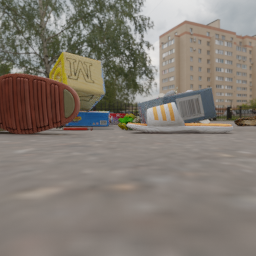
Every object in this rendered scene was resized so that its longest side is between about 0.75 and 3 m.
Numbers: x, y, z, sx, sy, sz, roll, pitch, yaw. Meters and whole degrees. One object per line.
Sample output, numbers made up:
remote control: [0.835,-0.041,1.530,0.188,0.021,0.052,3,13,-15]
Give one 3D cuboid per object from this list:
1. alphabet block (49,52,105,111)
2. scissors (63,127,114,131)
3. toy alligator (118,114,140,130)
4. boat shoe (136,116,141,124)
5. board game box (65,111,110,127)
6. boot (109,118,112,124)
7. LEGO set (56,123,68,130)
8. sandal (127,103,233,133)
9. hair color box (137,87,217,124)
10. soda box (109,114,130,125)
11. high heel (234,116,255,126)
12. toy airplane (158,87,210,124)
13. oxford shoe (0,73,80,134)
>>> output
alphabet block: [-1.899,-1.636,10.311,1.539,1.511,1.503,7,-29,-34]
scissors: [-0.936,0.035,6.508,1.190,0.083,0.435,2,0,24]
toy alligator: [0.089,-0.100,6.779,0.345,0.377,1.270,42,-13,-17]
boat shoe: [0.780,-0.381,12.720,1.404,0.525,0.480,0,7,40]
board game box: [-1.619,-0.374,10.585,1.836,0.513,1.798,1,4,-4]
boot: [-1.047,-0.326,12.345,1.360,0.478,0.994,5,0,34]
LEGO set: [-1.856,-0.055,6.940,0.794,0.347,1.223,2,-12,-19]
sandal: [0.979,-0.198,5.404,2.004,0.574,0.768,0,2,2]
hair color box: [1.382,-0.595,8.934,1.469,0.900,2.968,-12,3,-11]
soda box: [-0.830,-0.446,14.182,1.796,0.569,0.629,0,2,-29]
high heel: [4.585,-0.290,10.411,0.832,0.417,1.167,6,-17,-23]
toy airplane: [2.195,-0.835,11.161,2.047,1.445,2.038,17,25,0]
oxford shoe: [-2.154,-0.418,5.409,2.976,1.054,1.099,1,0,18]
